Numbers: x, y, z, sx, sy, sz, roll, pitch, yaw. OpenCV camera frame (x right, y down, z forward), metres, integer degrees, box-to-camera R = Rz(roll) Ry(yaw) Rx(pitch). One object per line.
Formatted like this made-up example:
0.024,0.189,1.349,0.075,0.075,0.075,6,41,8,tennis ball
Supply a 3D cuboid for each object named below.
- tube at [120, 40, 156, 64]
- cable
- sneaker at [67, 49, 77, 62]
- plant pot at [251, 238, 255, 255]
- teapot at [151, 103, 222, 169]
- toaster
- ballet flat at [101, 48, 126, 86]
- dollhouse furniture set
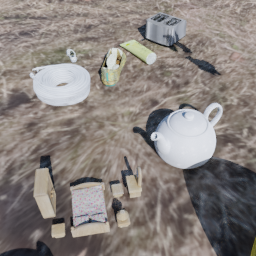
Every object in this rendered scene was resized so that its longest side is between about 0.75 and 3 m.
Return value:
0.397,-3.032,10.884,0.522,0.467,1.797,15,23,-43,tube
-2.125,-1.415,9.092,1.828,0.633,1.828,-16,48,-18,cable
-2.163,-2.875,10.790,0.313,0.303,0.856,-18,48,-18,sneaker
2.910,2.298,4.395,2.285,1.622,2.285,20,32,-13,plant pot
1.509,0.094,7.118,1.690,1.250,1.712,9,44,8,teapot
1.502,-4.063,11.588,1.332,0.874,1.473,30,52,28,toaster
-0.509,-2.405,9.995,0.804,0.804,2.274,5,45,5,ballet flat
-0.759,1.481,5.917,2.203,0.975,1.142,-6,45,-7,dollhouse furniture set
